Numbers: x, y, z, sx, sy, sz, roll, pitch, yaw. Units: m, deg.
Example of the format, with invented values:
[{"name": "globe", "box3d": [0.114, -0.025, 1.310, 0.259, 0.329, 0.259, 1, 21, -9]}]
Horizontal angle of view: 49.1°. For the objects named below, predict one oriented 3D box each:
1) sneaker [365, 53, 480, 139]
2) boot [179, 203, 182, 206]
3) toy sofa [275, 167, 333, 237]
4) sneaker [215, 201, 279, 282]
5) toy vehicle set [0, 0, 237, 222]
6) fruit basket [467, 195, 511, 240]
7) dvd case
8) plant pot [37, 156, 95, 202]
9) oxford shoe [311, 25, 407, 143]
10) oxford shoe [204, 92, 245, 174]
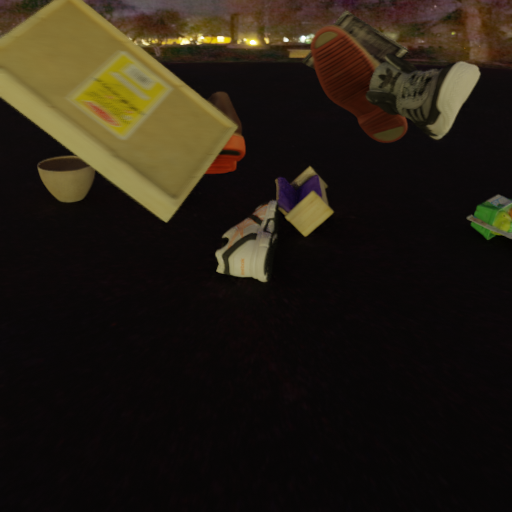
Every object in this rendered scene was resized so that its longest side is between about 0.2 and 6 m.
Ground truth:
[{"name": "sneaker", "box3d": [2.738, -2.842, 9.632, 1.634, 1.083, 2.871, 29, 8, 9]}, {"name": "boot", "box3d": [-2.340, -2.250, 14.779, 0.950, 1.358, 2.533, -6, 23, -8]}, {"name": "toy sofa", "box3d": [1.082, -1.414, 12.964, 0.873, 1.029, 2.108, -40, 16, 19]}, {"name": "sneaker", "box3d": [-0.124, -0.421, 11.179, 1.091, 1.005, 2.727, 2, 24, 8]}, {"name": "toy vehicle set", "box3d": [-1.816, -1.986, 7.304, 2.888, 0.383, 1.795, 38, 54, -9]}, {"name": "fruit basket", "box3d": [5.644, -0.718, 12.096, 1.544, 0.781, 1.667, -22, 35, -39]}, {"name": "dvd case", "box3d": [2.265, -4.540, 12.723, 1.967, 1.463, 0.157, 16, 51, -33]}, {"name": "plant pot", "box3d": [-4.853, -1.944, 14.530, 1.415, 0.950, 1.415, 0, 25, 0]}, {"name": "oxford shoe", "box3d": [2.233, -3.878, 12.266, 1.137, 3.227, 1.207, -17, 48, 32]}, {"name": "oxford shoe", "box3d": [-0.788, -2.012, 9.679, 0.992, 1.010, 2.786, -3, -1, -19]}]
